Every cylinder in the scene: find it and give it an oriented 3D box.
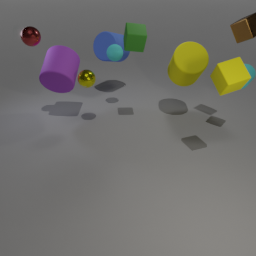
[{"bbox_3d":[-0.795,-4.064,14.115,1.400,1.400,1.400,15,17,26],"label":"cylinder"},{"bbox_3d":[2.446,-2.607,11.592,1.400,1.400,1.400,-2,-12,-3],"label":"cylinder"},{"bbox_3d":[4.132,-1.862,10.125,0.700,0.700,0.700,22,47,35],"label":"cylinder"},{"bbox_3d":[-2.778,-2.391,11.491,1.400,1.400,1.400,3,61,5],"label":"cylinder"}]

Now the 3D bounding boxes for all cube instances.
[{"bbox_3d":[0.241,-3.176,9.835,0.700,0.700,0.700,3,52,-9],"label":"cube"},{"bbox_3d":[2.856,-1.441,7.866,0.700,0.700,0.700,-18,73,-7],"label":"cube"},{"bbox_3d":[4.140,-3.473,9.721,0.700,0.700,0.700,-34,15,-23],"label":"cube"}]

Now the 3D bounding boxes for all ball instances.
[{"bbox_3d":[-0.557,-3.199,11.912,0.700,0.700,0.700,0,29,0],"label":"ball"},{"bbox_3d":[-3.526,-3.325,10.180,0.700,0.700,0.700,0,29,0],"label":"ball"},{"bbox_3d":[-1.598,-1.906,10.835,0.700,0.700,0.700,0,29,0],"label":"ball"}]
